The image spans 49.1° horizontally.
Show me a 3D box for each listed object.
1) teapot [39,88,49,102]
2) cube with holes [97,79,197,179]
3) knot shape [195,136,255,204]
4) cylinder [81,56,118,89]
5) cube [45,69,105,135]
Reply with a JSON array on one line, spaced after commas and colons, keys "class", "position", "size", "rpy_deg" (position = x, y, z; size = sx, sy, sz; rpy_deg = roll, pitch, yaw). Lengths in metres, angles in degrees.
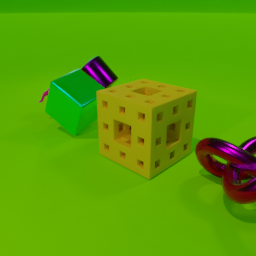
[{"class": "teapot", "position": [-1.881, -0.850, 7.581], "size": [1.114, 0.545, 0.692], "rpy_deg": [-3, 14, -24]}, {"class": "cube with holes", "position": [0.368, -0.087, 5.705], "size": [1.391, 1.391, 1.391], "rpy_deg": [21, 31, 39]}, {"class": "knot shape", "position": [2.137, 0.588, 4.480], "size": [1.724, 0.851, 1.843], "rpy_deg": [-1, 6, -17]}, {"class": "cylinder", "position": [-0.996, -1.702, 9.327], "size": [0.992, 0.992, 0.992], "rpy_deg": [-41, 5, 4]}, {"class": "cube", "position": [-1.235, -0.634, 6.702], "size": [0.977, 0.977, 0.977], "rpy_deg": [38, 44, 12]}]
